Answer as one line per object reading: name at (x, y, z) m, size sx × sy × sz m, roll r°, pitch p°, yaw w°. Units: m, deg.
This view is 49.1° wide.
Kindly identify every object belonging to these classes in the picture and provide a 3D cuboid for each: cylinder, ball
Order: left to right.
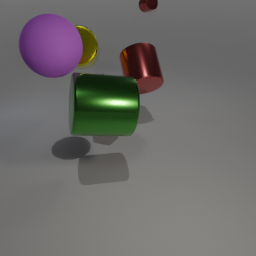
ball at (-1.746, -1.857, 6.397) m, size 1.400 × 1.400 × 1.400 m, roll 0°, pitch 28°, yaw 0°
cylinder at (-1.807, -2.978, 10.524) m, size 1.400 × 1.400 × 1.400 m, roll -2°, pitch 7°, yaw -3°
cylinder at (-0.596, -0.518, 6.430) m, size 1.400 × 1.400 × 1.400 m, roll 1°, pitch 27°, yaw -16°
cylinder at (0.487, -2.148, 10.278) m, size 1.400 × 1.400 × 1.400 m, roll -7°, pitch 73°, yaw -13°
cylinder at (0.987, -6.072, 13.702) m, size 0.700 × 0.700 × 0.700 m, roll -16°, pitch 20°, yaw -27°
